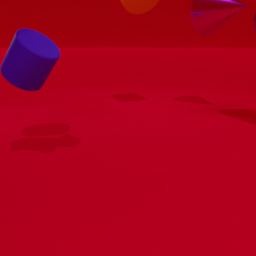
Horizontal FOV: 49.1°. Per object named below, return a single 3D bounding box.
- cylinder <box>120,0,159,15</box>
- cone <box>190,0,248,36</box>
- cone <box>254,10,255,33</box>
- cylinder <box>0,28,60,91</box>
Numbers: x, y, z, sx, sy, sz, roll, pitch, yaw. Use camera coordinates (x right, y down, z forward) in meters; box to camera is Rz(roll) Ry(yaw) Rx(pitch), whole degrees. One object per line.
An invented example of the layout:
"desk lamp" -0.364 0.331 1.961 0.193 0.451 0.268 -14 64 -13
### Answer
"cylinder" 0.222 -4.264 8.336 1.219 1.219 1.219 -8 57 -25
"cone" 2.872 -3.469 8.173 1.467 1.467 1.472 -10 19 -30
"cone" 3.803 -2.467 5.998 1.631 1.631 1.637 2 15 6
"cylinder" -2.034 -1.407 5.843 0.928 0.928 0.928 29 32 -20
